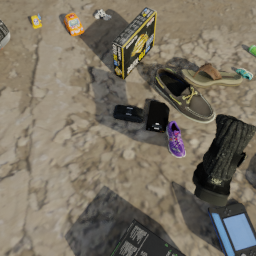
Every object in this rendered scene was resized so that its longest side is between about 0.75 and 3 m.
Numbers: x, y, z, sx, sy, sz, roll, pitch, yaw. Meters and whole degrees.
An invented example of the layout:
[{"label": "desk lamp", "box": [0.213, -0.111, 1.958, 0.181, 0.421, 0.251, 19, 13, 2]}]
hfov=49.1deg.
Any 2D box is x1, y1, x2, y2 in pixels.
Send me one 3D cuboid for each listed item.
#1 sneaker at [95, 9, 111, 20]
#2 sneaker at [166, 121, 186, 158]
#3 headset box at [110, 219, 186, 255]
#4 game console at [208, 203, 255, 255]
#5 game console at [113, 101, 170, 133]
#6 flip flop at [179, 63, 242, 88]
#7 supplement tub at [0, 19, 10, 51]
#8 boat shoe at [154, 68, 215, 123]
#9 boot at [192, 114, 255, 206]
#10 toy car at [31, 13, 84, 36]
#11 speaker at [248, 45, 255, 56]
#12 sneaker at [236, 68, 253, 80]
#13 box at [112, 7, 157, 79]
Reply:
[{"label": "sneaker", "box": [-1.192, -5.679, 13.910, 0.835, 0.333, 0.543, 7, 70, 15]}, {"label": "sneaker", "box": [1.773, 0.410, 10.508, 0.596, 0.616, 1.477, -12, 66, -6]}, {"label": "headset box", "box": [0.600, 4.371, 8.072, 2.563, 1.189, 2.231, 30, 65, 15]}, {"label": "game console", "box": [3.389, 3.261, 8.751, 1.520, 1.054, 1.781, -13, 64, -6]}, {"label": "game console", "box": [0.534, -0.571, 11.241, 2.215, 0.267, 1.306, 10, 62, 4]}, {"label": "flip flop", "box": [3.417, -2.209, 11.373, 2.897, 0.834, 1.175, -1, 39, -15]}, {"label": "supplement tub", "box": [-6.593, -3.490, 11.929, 1.792, 1.792, 2.925, 22, 64, 11]}, {"label": "boat shoe", "box": [2.202, -1.315, 11.180, 2.979, 0.897, 1.062, 41, 83, 20]}, {"label": "boot", "box": [2.508, 0.702, 7.458, 1.053, 2.798, 2.092, 15, 96, 10]}, {"label": "toy car", "box": [-3.370, -4.911, 13.237, 2.454, 0.816, 1.203, -9, 62, -5]}, {"label": "speaker", "box": [5.887, -3.421, 12.707, 0.355, 0.355, 0.804, -37, 68, -18]}, {"label": "sneaker", "box": [5.046, -2.354, 12.184, 0.764, 0.296, 0.304, 30, 75, 15]}, {"label": "box", "box": [0.288, -3.541, 11.854, 0.607, 1.964, 2.459, 31, 65, 15]}]
